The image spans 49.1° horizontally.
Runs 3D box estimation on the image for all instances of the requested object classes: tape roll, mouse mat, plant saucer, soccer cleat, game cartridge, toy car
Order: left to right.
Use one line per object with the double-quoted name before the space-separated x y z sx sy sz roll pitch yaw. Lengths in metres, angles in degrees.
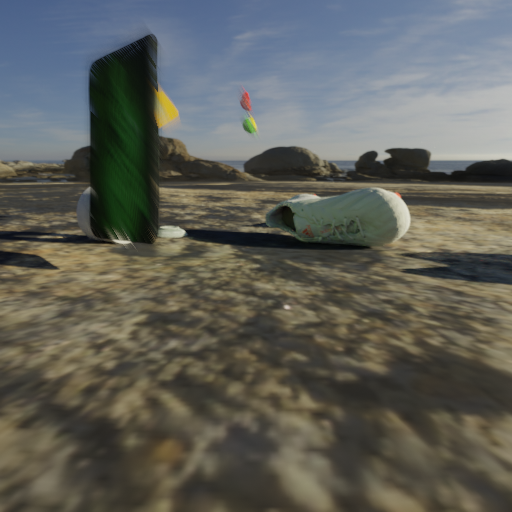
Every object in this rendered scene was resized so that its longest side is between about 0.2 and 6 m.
"tape roll" -2.731 -0.811 10.655 0.768 1.118 1.118 8 12 37
"mouse mat" -1.895 -1.537 7.818 0.100 2.664 2.144 -4 7 -38
"game cartridge" -1.520 -2.205 8.553 0.531 0.468 0.086 -37 -8 -12
"plant saucer" -1.809 -0.506 11.662 0.751 0.188 0.751 -1 9 0
"toy car" -0.185 -2.913 12.000 0.210 0.943 0.887 -9 41 8
"soccer cleat" 1.406 -0.634 10.245 1.218 1.088 3.140 -20 16 -30
